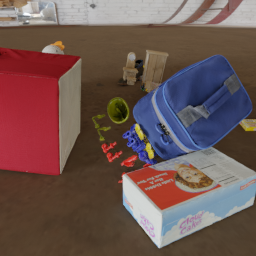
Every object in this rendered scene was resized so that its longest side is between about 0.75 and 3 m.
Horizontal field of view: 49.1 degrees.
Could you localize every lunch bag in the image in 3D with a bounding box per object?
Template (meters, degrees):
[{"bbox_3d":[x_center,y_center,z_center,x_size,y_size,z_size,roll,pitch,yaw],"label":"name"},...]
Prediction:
[{"bbox_3d":[1.434,-0.457,6.238,2.462,1.673,1.629,-34,0,-31],"label":"lunch bag"}]

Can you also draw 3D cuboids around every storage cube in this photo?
[{"bbox_3d":[-2.585,-0.549,6.932,2.447,2.722,2.327,7,25,0],"label":"storage cube"}]

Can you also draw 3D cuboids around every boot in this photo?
[{"bbox_3d":[0.142,-2.684,13.432,0.736,0.955,1.971,16,30,31],"label":"boot"}]

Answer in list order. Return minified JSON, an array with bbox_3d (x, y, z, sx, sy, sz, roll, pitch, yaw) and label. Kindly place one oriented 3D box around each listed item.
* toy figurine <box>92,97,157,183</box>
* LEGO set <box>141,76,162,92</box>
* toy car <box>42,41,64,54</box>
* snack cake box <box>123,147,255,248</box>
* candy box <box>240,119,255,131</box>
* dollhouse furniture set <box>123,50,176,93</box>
[{"bbox_3d":[0.130,0.369,6.973,1.245,1.096,2.078,26,29,-54],"label":"toy figurine"},{"bbox_3d":[1.080,-1.971,12.192,0.949,0.715,1.234,-7,26,-15],"label":"LEGO set"},{"bbox_3d":[-3.037,-2.713,11.595,1.725,1.951,1.798,15,-4,29],"label":"toy car"},{"bbox_3d":[1.180,1.187,5.360,2.262,0.760,1.301,-13,28,-25],"label":"snack cake box"},{"bbox_3d":[4.212,-0.097,8.835,1.201,0.159,0.614,0,28,1],"label":"candy box"},{"bbox_3d":[1.057,-1.898,10.054,2.193,1.256,2.572,5,26,-10],"label":"dollhouse furniture set"}]
